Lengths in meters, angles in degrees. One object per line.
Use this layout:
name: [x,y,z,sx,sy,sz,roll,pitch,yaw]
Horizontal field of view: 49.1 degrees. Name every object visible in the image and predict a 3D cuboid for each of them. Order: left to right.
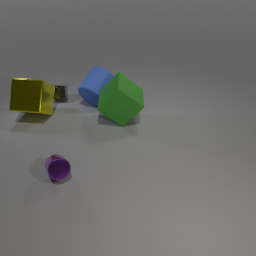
cube: [-4.203,-1.348,12.391,1.400,1.400,1.400,4,-1,6]
cylinder: [-2.234,1.234,8.893,0.700,0.700,0.700,-14,12,-22]
cube: [-3.478,-1.824,14.280,0.700,0.700,0.700,-3,8,-5]
cylinder: [-1.486,-2.012,13.596,1.400,1.400,1.400,17,64,27]
cube: [-0.300,-1.228,11.946,1.400,1.400,1.400,34,32,-26]
